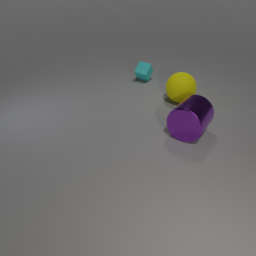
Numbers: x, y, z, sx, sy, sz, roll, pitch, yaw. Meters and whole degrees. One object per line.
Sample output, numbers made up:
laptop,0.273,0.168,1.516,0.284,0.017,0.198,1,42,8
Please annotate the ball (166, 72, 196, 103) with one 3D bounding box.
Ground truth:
ball,2.458,-1.880,12.995,1.400,1.400,1.400,0,32,0

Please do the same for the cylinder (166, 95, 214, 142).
cylinder,2.382,-0.382,10.662,1.400,1.400,1.400,19,37,27

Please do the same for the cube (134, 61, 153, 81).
cube,0.866,-3.075,15.145,0.700,0.700,0.700,21,79,23
